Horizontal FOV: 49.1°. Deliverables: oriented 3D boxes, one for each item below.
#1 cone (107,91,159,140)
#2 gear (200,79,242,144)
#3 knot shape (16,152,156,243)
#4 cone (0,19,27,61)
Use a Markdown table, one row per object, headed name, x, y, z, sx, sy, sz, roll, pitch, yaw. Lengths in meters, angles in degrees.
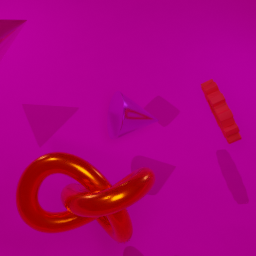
| name | x | y | z | sx | sy | sz | roll | pitch | yaw |
| --- | --- | --- | --- | --- | --- | --- | --- | --- | --- |
| cone | 0.203 | -0.213 | 6.015 | 1.037 | 1.034 | 1.034 | 6 | 59 | -21 |
| gear | 1.893 | -0.334 | 5.738 | 0.250 | 1.351 | 1.351 | -25 | 62 | 13 |
| knot shape | -0.664 | 1.011 | 4.035 | 1.811 | 1.936 | 0.894 | 13 | 53 | -13 |
| cone | -2.942 | -2.121 | 6.361 | 1.443 | 1.438 | 1.438 | -29 | 65 | -4 |
